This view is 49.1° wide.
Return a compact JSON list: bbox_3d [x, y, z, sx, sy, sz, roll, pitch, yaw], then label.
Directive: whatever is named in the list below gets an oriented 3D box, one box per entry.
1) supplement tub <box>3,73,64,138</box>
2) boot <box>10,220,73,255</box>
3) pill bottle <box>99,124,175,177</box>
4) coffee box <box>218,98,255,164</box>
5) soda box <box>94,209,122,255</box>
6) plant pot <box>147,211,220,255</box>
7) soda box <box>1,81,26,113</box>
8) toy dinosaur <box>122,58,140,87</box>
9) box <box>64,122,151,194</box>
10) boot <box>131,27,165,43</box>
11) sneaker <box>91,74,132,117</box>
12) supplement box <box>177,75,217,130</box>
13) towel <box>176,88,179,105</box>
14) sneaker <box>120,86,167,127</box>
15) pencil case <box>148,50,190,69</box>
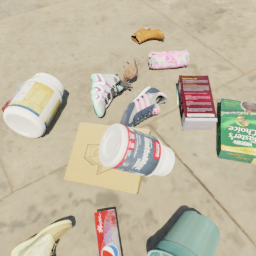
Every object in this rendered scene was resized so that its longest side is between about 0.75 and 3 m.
[{"bbox_3d":[-3.678,-0.934,11.239,1.665,1.665,2.301,13,53,10],"label":"supplement tub"},{"bbox_3d":[-2.264,3.732,8.110,1.953,0.704,1.511,-29,56,-15],"label":"boot"},{"bbox_3d":[0.307,0.707,7.801,1.981,1.185,1.185,20,42,-33],"label":"pill bottle"},{"bbox_3d":[4.465,0.072,11.099,1.700,0.608,2.765,11,52,8],"label":"coffee box"},{"bbox_3d":[-0.580,3.485,8.356,0.679,0.615,1.938,-8,51,-7],"label":"soda box"},{"bbox_3d":[1.709,3.385,7.885,1.711,1.711,1.676,29,50,21],"label":"plant pot"},{"bbox_3d":[-4.609,-1.195,12.098,0.587,0.648,1.852,13,52,10],"label":"soda box"},{"bbox_3d":[0.119,-2.410,12.753,0.672,1.565,1.061,17,54,-24],"label":"toy dinosaur"},{"bbox_3d":[-0.727,0.963,9.816,2.734,0.291,2.234,6,72,20],"label":"box"},{"bbox_3d":[1.069,-4.960,15.124,1.626,0.624,1.263,36,58,28],"label":"boot"},{"bbox_3d":[-0.692,-1.583,12.136,1.753,0.974,2.506,-8,52,0],"label":"sneaker"},{"bbox_3d":[2.856,-1.117,11.818,1.308,0.732,2.403,1,59,0],"label":"supplement box"},{"bbox_3d":[2.911,-1.369,12.558,1.472,0.172,1.123,6,53,2],"label":"towel"},{"bbox_3d":[0.684,-0.747,11.550,1.100,0.941,2.682,23,56,22],"label":"sneaker"},{"bbox_3d":[1.973,-3.364,13.704,2.013,0.880,0.880,-3,51,-4],"label":"pencil case"}]
